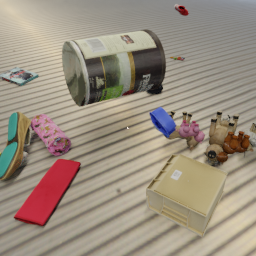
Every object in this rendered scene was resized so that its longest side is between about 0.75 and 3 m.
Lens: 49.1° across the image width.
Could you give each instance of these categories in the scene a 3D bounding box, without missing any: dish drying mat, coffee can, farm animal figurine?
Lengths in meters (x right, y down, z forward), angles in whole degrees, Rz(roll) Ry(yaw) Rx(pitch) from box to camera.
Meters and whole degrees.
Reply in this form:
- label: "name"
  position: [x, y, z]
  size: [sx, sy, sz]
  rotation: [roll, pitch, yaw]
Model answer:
- label: "dish drying mat"
  position: [-2.415, 1.907, 8.771]
  size: [0.968, 0.229, 2.520]
  rotation: [10, 39, 14]
- label: "coffee can"
  position: [-0.518, -2.124, 9.778]
  size: [2.988, 2.187, 2.187]
  rotation: [-17, 40, -24]
- label: "farm animal figurine"
  position: [2.948, 0.376, 9.889]
  size: [2.927, 1.543, 2.959]
  rotation: [-17, 31, -40]

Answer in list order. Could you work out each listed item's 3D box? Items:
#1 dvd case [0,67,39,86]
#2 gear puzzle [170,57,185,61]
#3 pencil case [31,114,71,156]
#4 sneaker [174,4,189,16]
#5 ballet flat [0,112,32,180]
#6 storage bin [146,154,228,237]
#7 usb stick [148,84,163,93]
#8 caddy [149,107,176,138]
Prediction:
- label: "dvd case"
  position: [-5.880, -2.785, 15.008]
  size: [1.746, 0.192, 1.274]
  rotation: [20, 41, 26]
- label: "gear puzzle"
  position: [2.996, -4.274, 17.040]
  size: [0.894, 0.117, 0.463]
  rotation: [12, 39, 15]
- label: "pencil case"
  position: [-2.942, 0.215, 10.528]
  size: [0.823, 0.860, 1.989]
  rotation: [-48, 50, -3]
- label: "sneaker"
  position: [2.391, -5.048, 12.094]
  size: [0.809, 0.317, 0.467]
  rotation: [12, 23, -29]
- label: "ballet flat"
  position: [-3.838, 0.624, 9.822]
  size: [0.922, 0.847, 2.686]
  rotation: [-23, 52, 29]
- label: "storage bin"
  position: [1.739, 1.849, 8.311]
  size: [1.847, 0.872, 1.861]
  rotation: [21, 42, 26]
- label: "usb stick"
  position: [1.198, -2.711, 14.659]
  size: [0.831, 0.488, 2.996]
  rotation: [-3, 37, -4]
- label: "caddy"
  position: [0.793, -0.120, 6.591]
  size: [0.396, 0.534, 0.755]
  rotation: [-36, 70, -6]
